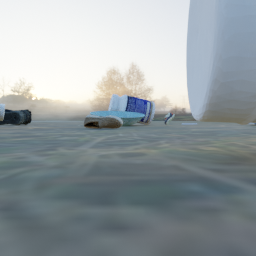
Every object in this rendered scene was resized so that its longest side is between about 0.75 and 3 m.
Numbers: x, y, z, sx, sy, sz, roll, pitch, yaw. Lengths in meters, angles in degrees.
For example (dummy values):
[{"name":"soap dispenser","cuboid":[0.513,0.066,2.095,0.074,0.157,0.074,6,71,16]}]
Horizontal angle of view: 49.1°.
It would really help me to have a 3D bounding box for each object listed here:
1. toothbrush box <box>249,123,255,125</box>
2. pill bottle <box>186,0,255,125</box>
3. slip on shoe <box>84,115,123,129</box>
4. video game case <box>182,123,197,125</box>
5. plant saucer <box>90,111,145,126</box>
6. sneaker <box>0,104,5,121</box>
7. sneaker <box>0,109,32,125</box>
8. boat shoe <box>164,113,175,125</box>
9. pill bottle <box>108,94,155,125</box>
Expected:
[{"name":"toothbrush box","cuboid":[6.201,-0.614,11.991,1.701,0.991,2.323,1,2,34]},{"name":"pill bottle","cuboid":[1.727,-0.538,1.540,2.661,1.454,1.454,1,2,4]},{"name":"slip on shoe","cuboid":[-0.672,-0.122,7.430,1.067,0.406,0.323,9,44,15]},{"name":"video game case","cuboid":[3.071,-0.204,13.979,0.560,0.071,0.783,0,2,30]},{"name":"plant saucer","cuboid":[-0.420,-0.368,10.985,2.160,0.416,2.160,3,10,-1]},{"name":"sneaker","cuboid":[-4.061,-0.513,8.183,0.794,0.506,1.374,10,-4,-31]},{"name":"sneaker","cuboid":[-5.086,-0.486,12.407,2.021,0.773,1.158,4,1,24]},{"name":"boat shoe","cuboid":[1.638,-0.392,11.444,0.297,0.338,0.949,27,32,13]},{"name":"pill bottle","cuboid":[0.150,-0.861,12.583,1.938,1.122,1.122,13,-1,-12]}]
